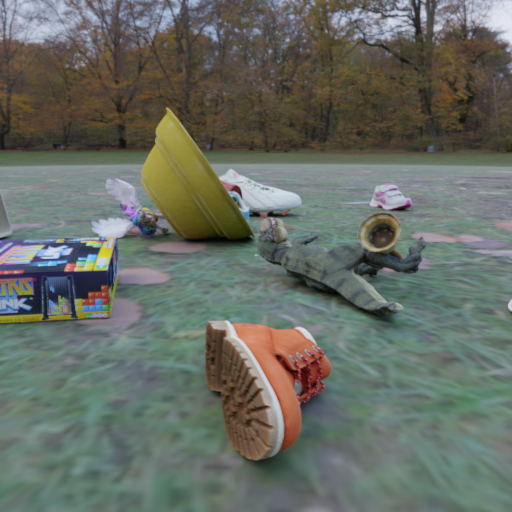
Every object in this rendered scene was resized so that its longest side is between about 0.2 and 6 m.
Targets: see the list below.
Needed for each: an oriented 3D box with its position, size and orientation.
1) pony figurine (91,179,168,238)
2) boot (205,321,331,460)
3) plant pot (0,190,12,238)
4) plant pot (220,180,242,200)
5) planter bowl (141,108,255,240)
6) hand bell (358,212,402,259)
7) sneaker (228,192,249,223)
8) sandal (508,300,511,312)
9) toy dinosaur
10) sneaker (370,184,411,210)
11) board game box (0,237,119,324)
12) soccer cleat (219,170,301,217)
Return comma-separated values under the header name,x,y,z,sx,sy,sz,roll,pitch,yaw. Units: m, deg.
name,x,y,z,sx,sy,sz,roll,pitch,yaw
pony figurine,-2.490,-0.856,11.618,1.425,1.229,1.476,14,0,18
boot,0.174,0.855,4.037,0.938,0.657,1.750,3,10,-11
plant pot,-6.119,-1.045,10.524,1.769,1.998,1.996,-12,11,4
plant pot,-1.073,-1.416,13.974,1.209,1.243,1.243,15,17,24
planter bowl,-1.376,-1.271,11.022,1.259,3.023,3.023,-34,14,-1
hand bell,1.699,-0.081,7.131,0.528,0.528,1.015,7,-21,32
sneaker,-0.646,-1.089,11.484,0.595,0.628,1.555,-14,45,-39
sandal,3.942,0.038,6.312,2.366,0.678,0.906,-21,8,5
toy dinosaur,1.256,0.142,7.333,1.524,0.821,3.459,-10,18,-24
sneaker,3.906,-1.733,16.369,0.658,0.713,1.617,-6,13,-26
board game box,-2.689,0.231,7.031,1.801,0.618,2.179,-1,11,-12
soccer cleat,-0.353,-1.693,14.953,3.117,1.209,1.080,3,12,12
